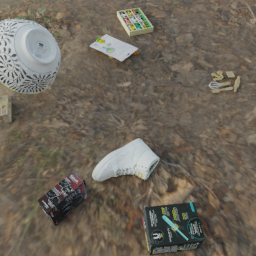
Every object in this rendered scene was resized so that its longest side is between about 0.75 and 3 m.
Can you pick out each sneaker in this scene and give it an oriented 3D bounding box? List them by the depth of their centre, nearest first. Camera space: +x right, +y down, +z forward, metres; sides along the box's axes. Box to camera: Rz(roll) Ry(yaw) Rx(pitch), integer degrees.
[{"bbox_3d":[0.023,1.441,10.197,2.448,0.902,1.414,-32,55,-25],"label":"sneaker"}]

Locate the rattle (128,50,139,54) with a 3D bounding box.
[{"bbox_3d":[0.180,-4.260,15.172,0.547,0.498,0.765,-13,25,-24],"label":"rattle"}]

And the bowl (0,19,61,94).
[{"bbox_3d":[-3.463,-2.763,10.143,1.347,2.870,2.870,-10,39,43],"label":"bowl"}]

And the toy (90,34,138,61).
[{"bbox_3d":[-0.758,-4.138,14.890,2.312,0.546,1.331,34,61,24],"label":"toy"}]

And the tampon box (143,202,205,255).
[{"bbox_3d":[1.358,3.139,8.748,1.622,1.024,1.216,-5,52,-4],"label":"tampon box"}]

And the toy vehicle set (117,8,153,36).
[{"bbox_3d":[0.403,-6.415,16.851,1.475,0.315,2.373,-15,53,-12],"label":"toy vehicle set"}]

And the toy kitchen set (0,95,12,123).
[{"bbox_3d":[-5.832,-0.907,11.933,1.360,1.110,1.227,-12,52,-10],"label":"toy kitchen set"}]

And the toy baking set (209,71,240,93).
[{"bbox_3d":[4.671,-2.168,13.551,1.402,0.212,1.826,13,52,14],"label":"toy baking set"}]

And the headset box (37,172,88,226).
[{"bbox_3d":[-2.059,2.304,9.322,0.616,1.186,1.594,38,60,26],"label":"headset box"}]
